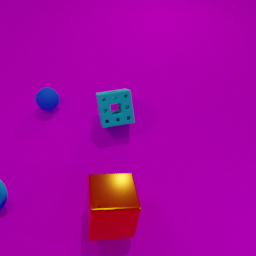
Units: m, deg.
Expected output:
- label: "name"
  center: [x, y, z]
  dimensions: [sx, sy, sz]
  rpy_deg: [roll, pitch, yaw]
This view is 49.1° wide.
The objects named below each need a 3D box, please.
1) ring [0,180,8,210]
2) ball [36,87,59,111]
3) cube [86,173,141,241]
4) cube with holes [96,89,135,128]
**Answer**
- label: "ring"
  center: [-3.661, 1.647, 7.024]
  dimensions: [1.246, 1.246, 0.249]
  rpy_deg: [-1, 21, 0]
- label: "ball"
  center: [-2.626, -0.947, 9.157]
  dimensions: [0.749, 0.749, 0.749]
  rpy_deg: [0, 53, 0]
- label: "cube"
  center: [-0.396, 1.840, 6.620]
  dimensions: [1.099, 1.099, 1.099]
  rpy_deg: [1, 35, -12]
- label: "cube with holes"
  center: [-0.408, -0.631, 8.578]
  dimensions: [0.962, 0.962, 0.962]
  rpy_deg: [-10, 12, -7]
